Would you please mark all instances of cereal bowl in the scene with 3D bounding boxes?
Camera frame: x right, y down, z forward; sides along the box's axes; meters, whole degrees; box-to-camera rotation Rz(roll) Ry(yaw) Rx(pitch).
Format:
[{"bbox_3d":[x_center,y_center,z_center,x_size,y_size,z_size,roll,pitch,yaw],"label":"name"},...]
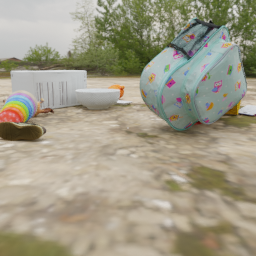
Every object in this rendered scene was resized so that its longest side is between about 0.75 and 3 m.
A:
[{"bbox_3d":[-1.256,-1.218,11.775,1.873,0.780,1.873,-1,12,0],"label":"cereal bowl"}]

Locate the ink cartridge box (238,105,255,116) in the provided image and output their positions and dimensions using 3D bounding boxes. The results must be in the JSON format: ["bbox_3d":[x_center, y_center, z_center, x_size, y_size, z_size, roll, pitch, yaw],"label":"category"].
[{"bbox_3d":[4.472,-0.604,10.245,0.782,0.169,0.768,-27,24,-25],"label":"ink cartridge box"}]

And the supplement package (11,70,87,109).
[{"bbox_3d":[-3.346,-1.708,12.175,1.611,1.551,2.832,10,16,37],"label":"supplement package"}]

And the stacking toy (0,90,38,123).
[{"bbox_3d":[-3.206,-0.382,8.016,0.973,0.973,2.280,-2,20,-10],"label":"stacking toy"}]

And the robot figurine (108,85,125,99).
[{"bbox_3d":[-0.681,-1.879,14.845,0.989,0.802,1.375,6,13,12],"label":"robot figurine"}]

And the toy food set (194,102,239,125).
[{"bbox_3d":[2.242,-1.021,9.285,2.547,0.620,2.521,-25,32,-4],"label":"toy food set"}]

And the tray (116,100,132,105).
[{"bbox_3d":[-0.460,-1.200,13.209,1.258,0.139,0.675,10,16,37],"label":"tray"}]

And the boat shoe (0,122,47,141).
[{"bbox_3d":[-2.565,0.087,6.727,1.249,0.457,0.405,7,3,13],"label":"boat shoe"}]

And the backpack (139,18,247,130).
[{"bbox_3d":[1.692,-1.185,7.376,2.581,2.269,1.978,-37,45,0],"label":"backpack"}]

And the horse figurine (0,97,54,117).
[{"bbox_3d":[-3.671,-0.694,9.845,2.071,0.517,1.372,3,23,-14],"label":"horse figurine"}]

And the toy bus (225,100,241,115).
[{"bbox_3d":[3.014,-1.216,10.497,2.369,1.297,2.511,-25,45,-3],"label":"toy bus"}]
